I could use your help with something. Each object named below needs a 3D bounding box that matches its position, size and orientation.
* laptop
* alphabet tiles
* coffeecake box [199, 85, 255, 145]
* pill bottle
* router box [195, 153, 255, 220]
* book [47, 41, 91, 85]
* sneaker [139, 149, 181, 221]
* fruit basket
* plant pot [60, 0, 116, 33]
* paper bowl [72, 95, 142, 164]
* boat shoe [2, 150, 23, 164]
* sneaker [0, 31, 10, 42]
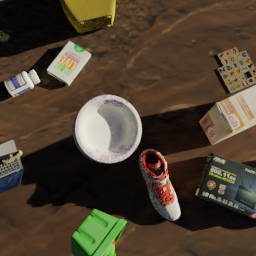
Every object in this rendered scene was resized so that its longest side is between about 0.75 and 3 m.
[{"bbox_3d":[-4.791,1.519,9.844,1.842,1.140,1.967,-23,77,-6],"label":"laptop"},{"bbox_3d":[4.394,-2.416,11.376,1.444,0.065,1.728,-22,77,-5],"label":"alphabet tiles"},{"bbox_3d":[4.283,-0.666,9.788,2.975,2.284,1.087,-25,77,-6],"label":"coffeecake box"},{"bbox_3d":[-4.089,-1.764,10.875,1.193,0.714,0.714,-27,78,-7],"label":"pill bottle"},{"bbox_3d":[3.697,2.052,9.940,2.203,0.684,1.651,21,77,5],"label":"router box"},{"bbox_3d":[-2.362,-2.605,11.305,1.045,0.376,1.564,31,76,4],"label":"book"},{"bbox_3d":[1.089,1.961,9.581,0.884,1.420,2.649,-21,77,-5],"label":"sneaker"},{"bbox_3d":[-0.472,3.096,6.676,1.965,1.965,1.417,38,56,9],"label":"fruit basket"},{"bbox_3d":[-1.593,-5.248,10.959,2.454,2.470,2.527,-13,95,-3],"label":"plant pot"},{"bbox_3d":[-0.652,0.050,8.222,1.935,1.006,1.935,1,87,-16],"label":"paper bowl"},{"bbox_3d":[-4.292,1.036,10.300,0.771,0.293,0.276,-33,78,-8],"label":"boat shoe"},{"bbox_3d":[-5.361,-3.886,11.542,0.981,0.443,0.384,21,75,3],"label":"sneaker"}]
